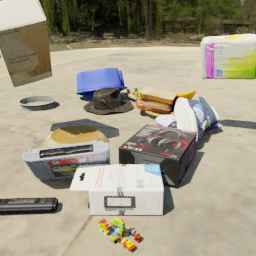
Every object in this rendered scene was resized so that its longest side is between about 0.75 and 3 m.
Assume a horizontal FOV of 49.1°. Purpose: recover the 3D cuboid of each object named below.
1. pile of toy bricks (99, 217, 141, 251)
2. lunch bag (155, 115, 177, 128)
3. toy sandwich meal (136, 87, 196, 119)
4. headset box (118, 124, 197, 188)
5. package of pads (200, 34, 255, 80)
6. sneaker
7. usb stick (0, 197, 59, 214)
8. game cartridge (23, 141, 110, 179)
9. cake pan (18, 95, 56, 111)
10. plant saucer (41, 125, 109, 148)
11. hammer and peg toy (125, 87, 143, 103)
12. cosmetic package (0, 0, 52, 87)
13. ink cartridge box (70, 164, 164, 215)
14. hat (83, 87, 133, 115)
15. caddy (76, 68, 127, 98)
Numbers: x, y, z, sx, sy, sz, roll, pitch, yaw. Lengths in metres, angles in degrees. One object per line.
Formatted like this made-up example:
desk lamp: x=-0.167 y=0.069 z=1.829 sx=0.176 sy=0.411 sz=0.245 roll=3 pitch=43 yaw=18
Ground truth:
pile of toy bricks: x=-0.142 y=1.932 z=5.413 sx=0.879 sy=0.434 sz=0.488 roll=19 pitch=28 yaw=40
lunch bag: x=1.565 y=-0.161 z=10.624 sx=0.896 sy=0.569 sz=0.759 roll=-3 pitch=21 yaw=-35
toy sandwich meal: x=1.894 y=-1.185 z=12.544 sx=3.045 sy=1.043 sz=3.045 roll=0 pitch=21 yaw=0
headset box: x=0.963 y=0.641 z=8.127 sx=1.690 sy=0.853 sz=2.274 roll=10 pitch=23 yaw=24
package of pads: x=3.380 y=-2.378 z=9.394 sx=1.846 sy=1.426 sz=0.629 roll=3 pitch=35 yaw=19
sneaker: x=2.690 y=-0.122 z=9.957 sx=1.783 sy=0.981 sz=2.435 roll=14 pitch=38 yaw=-13
usb stick: x=-2.382 y=1.718 z=6.212 sx=1.609 sy=0.262 sz=0.446 roll=-1 pitch=14 yaw=-3
game cartridge: x=-1.448 y=0.853 z=7.064 sx=2.015 sy=1.341 sz=0.412 roll=-7 pitch=64 yaw=-6
cake pan: x=-4.393 y=-1.216 z=13.621 sx=1.778 sy=0.326 sz=1.778 roll=0 pitch=22 yaw=0
plant saucer: x=-1.764 y=0.374 z=9.453 sx=2.274 sy=0.403 sz=2.274 roll=0 pitch=21 yaw=0
hammer and peg toy: x=0.824 y=-1.769 z=14.675 sx=1.670 sy=0.589 sz=1.228 roll=-11 pitch=24 yaw=-26
cosmetic package: x=-3.200 y=-2.511 z=8.556 sx=1.455 sy=0.983 sz=2.766 roll=-22 pitch=-17 yaw=-18
ink cartridge box: x=-0.230 y=1.389 z=6.461 sx=1.988 sy=0.674 sz=1.153 roll=0 pitch=21 yaw=1
hat: x=-0.943 y=-1.407 z=13.272 sx=2.386 sy=0.962 sz=2.386 roll=-1 pitch=21 yaw=0
caddy: x=-1.418 y=-2.241 z=14.742 sx=2.758 sy=1.447 sz=1.949 roll=-6 pitch=1 yaw=13
